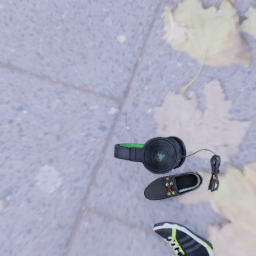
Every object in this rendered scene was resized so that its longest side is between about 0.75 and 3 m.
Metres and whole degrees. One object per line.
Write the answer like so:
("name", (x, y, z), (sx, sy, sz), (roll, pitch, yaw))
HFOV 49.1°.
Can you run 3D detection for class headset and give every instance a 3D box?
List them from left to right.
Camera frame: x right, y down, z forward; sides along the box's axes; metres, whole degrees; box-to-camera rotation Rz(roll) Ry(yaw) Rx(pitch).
("headset", (0.841, 0.760, 6.398), (2.433, 1.502, 1.143), (2, 90, 25))

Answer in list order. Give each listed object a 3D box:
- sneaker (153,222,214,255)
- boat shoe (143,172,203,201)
("sneaker", (1.307, 2.751, 6.479), (1.663, 0.596, 0.689), (28, 53, -8))
("boat shoe", (1.153, 1.485, 7.226), (1.570, 0.492, 0.574), (-16, 81, -3))
